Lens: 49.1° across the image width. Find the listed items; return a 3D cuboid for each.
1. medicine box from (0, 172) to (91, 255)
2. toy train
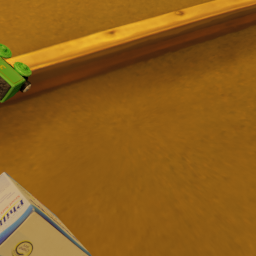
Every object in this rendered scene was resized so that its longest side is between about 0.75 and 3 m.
[{"bbox_3d":[-1.180,1.233,3.321,0.615,1.088,1.195,-47,35,-19],"label":"medicine box"},{"bbox_3d":[-2.739,-1.506,4.302,2.846,0.594,0.803,42,27,-10],"label":"toy train"}]
